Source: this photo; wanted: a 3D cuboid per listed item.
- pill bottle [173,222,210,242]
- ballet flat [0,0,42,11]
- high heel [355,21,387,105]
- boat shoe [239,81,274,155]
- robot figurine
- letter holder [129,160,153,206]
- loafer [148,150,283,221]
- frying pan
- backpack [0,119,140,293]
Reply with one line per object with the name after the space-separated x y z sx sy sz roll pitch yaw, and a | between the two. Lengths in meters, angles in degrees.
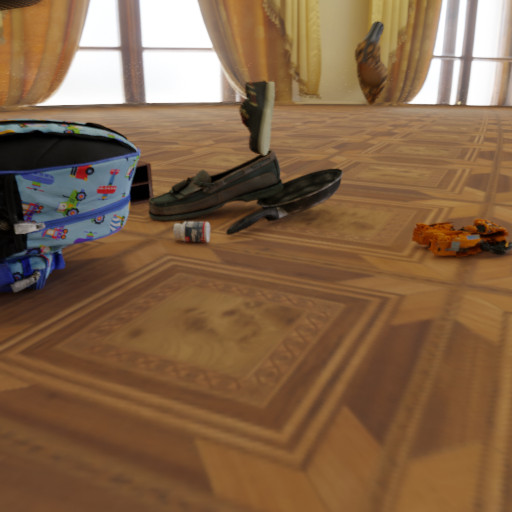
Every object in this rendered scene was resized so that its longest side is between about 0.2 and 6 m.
-1.285 -0.478 11.176 0.679 0.406 0.406 2 20 6 | pill bottle
-3.093 -2.824 6.064 1.630 0.549 0.378 -20 0 -23 | ballet flat
1.907 -3.077 9.638 0.547 1.531 1.091 12 50 18 | high heel
-0.002 -3.020 12.279 0.733 0.855 2.338 2 49 2 | boat shoe
3.973 -0.356 10.672 1.750 0.509 1.269 -5 22 -14 | robot figurine
-3.794 -1.939 14.465 1.403 0.992 1.973 -18 26 -38 | letter holder
-0.979 -1.714 13.185 3.343 1.051 1.201 -16 28 -20 | loafer
0.861 -1.215 12.537 2.140 0.576 3.538 -15 20 23 | frying pan
-3.866 -0.973 9.296 3.814 2.566 3.482 -10 22 -25 | backpack
